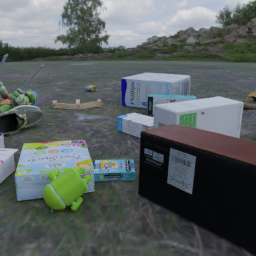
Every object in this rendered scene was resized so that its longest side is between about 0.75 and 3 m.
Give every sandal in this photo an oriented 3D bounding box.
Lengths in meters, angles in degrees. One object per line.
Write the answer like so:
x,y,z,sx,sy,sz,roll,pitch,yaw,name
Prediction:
6.540,-1.407,13.830,2.795,0.755,1.122,-2,17,-5,sandal

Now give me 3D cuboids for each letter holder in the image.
1.893,0.849,5.398,1.999,1.414,2.812,-13,21,-42,letter holder

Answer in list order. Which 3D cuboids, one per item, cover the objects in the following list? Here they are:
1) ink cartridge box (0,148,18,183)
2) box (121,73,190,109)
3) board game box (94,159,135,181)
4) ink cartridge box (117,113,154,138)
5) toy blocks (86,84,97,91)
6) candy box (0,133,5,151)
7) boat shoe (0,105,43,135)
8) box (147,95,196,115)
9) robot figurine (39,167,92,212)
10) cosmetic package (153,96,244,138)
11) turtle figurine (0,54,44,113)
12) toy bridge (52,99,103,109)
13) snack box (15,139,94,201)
-3.247,0.947,6.606,0.816,0.481,1.418,2,17,6,ink cartridge box
1.436,-1.912,14.291,2.745,1.440,2.525,11,21,30,box
-0.331,1.014,6.804,0.974,0.229,0.735,-1,18,-3,board game box
0.464,-0.075,9.836,0.923,0.544,1.603,-15,23,-41,ink cartridge box
-2.477,-2.617,18.459,0.672,0.491,0.984,-16,20,-11,toy blocks
-4.395,0.695,7.148,1.434,0.641,2.103,3,17,10,candy box
-4.014,-0.224,9.775,0.746,0.892,2.496,20,25,38,boat shoe
1.899,-0.998,12.347,2.072,0.852,0.509,4,17,10,box
-1.180,1.155,5.392,0.993,0.871,0.574,-38,6,-16,robot figurine
2.110,-0.091,8.438,2.632,1.416,1.116,-11,19,-27,cosmetic package
-4.796,-1.253,10.503,2.048,2.846,2.759,36,53,11,turtle figurine
-2.441,-1.150,13.726,2.451,0.334,0.824,-2,20,-8,toy bridge
-1.687,0.880,6.569,1.591,0.639,1.887,-4,19,-15,snack box
